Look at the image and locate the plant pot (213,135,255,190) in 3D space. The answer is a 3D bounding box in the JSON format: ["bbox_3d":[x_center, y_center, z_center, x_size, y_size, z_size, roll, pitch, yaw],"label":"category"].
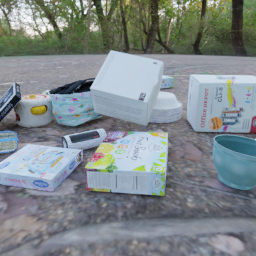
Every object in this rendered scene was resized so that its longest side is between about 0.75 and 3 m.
[{"bbox_3d":[2.939,0.934,7.310,1.592,1.067,1.592,7,18,-2],"label":"plant pot"}]

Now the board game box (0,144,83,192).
[{"bbox_3d":[-2.557,1.067,8.061,1.910,0.394,1.914,5,20,15],"label":"board game box"}]

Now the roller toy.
[{"bbox_3d":[-4.132,-0.835,12.257,1.636,1.253,1.793,3,19,8],"label":"roller toy"}]

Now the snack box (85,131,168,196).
[{"bbox_3d":[0.128,0.870,8.096,1.996,0.744,2.807,3,19,8],"label":"snack box"}]

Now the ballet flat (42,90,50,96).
[{"bbox_3d":[-4.032,-1.605,15.096,2.482,0.849,0.844,2,22,7],"label":"ballet flat"}]

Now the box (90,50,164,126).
[{"bbox_3d":[0.021,-1.456,10.062,2.069,1.352,2.058,15,57,11],"label":"box"}]

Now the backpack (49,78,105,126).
[{"bbox_3d":[-2.018,-1.222,12.521,2.414,1.831,2.893,-1,15,37],"label":"backpack"}]

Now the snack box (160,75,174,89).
[{"bbox_3d":[1.825,-3.340,20.219,2.330,0.788,1.965,-8,20,-26],"label":"snack box"}]

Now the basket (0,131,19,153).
[{"bbox_3d":[-4.033,0.456,9.179,0.913,0.720,1.035,-5,-11,-12],"label":"basket"}]

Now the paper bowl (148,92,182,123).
[{"bbox_3d":[1.450,-1.044,13.102,2.151,1.119,2.151,0,18,0],"label":"paper bowl"}]

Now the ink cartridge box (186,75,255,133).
[{"bbox_3d":[4.025,-1.059,11.646,2.831,2.057,2.047,1,19,2],"label":"ink cartridge box"}]

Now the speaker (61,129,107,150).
[{"bbox_3d":[-1.472,0.434,9.614,1.486,0.603,0.603,-11,22,-31],"label":"speaker"}]

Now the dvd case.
[{"bbox_3d":[-5.236,-0.831,11.636,0.343,2.083,2.772,41,0,-29],"label":"dvd case"}]
